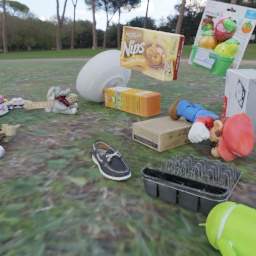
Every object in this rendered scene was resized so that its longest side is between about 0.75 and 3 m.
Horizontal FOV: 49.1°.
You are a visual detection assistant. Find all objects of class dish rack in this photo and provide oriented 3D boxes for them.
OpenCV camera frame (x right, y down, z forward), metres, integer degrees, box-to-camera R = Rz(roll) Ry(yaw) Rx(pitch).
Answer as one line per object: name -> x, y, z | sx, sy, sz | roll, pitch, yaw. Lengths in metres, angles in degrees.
dish rack -> 1.473, 0.993, 5.946 | 1.689, 0.601, 2.201 | 12, 21, 32

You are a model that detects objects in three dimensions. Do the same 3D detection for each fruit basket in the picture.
fruit basket -> 3.546, -3.466, 10.971 | 1.228, 2.620, 2.427 | -11, 35, -35

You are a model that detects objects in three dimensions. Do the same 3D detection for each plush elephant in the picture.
plush elephant -> -2.899, -1.263, 12.096 | 1.506, 1.166, 1.240 | 0, 18, 0

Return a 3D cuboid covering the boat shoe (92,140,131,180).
boat shoe -> -0.437, 0.743, 6.856 | 0.616, 0.503, 1.667 | -8, 19, -23

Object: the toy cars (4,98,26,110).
toy cars -> -5.710, -1.259, 13.145 | 2.404, 0.532, 1.078 | 6, 19, 17

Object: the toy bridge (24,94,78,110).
toy bridge -> -3.514, -1.221, 13.295 | 0.915, 0.370, 2.722 | 18, 25, 42

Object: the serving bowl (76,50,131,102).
serving bowl -> -0.972, -2.256, 13.416 | 2.914, 2.914, 0.958 | -15, 56, -39

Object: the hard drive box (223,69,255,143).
hard drive box -> 4.059, -0.861, 9.455 | 0.988, 2.005, 2.573 | 1, 17, 5

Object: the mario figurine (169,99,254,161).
mario figurine -> 2.238, 0.151, 7.925 | 1.727, 1.483, 2.798 | -23, 29, -15

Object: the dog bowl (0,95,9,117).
dog bowl -> -6.104, -0.913, 11.720 | 2.001, 0.738, 2.001 | 1, 17, 0

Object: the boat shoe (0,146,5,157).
boat shoe -> -3.973, 0.611, 7.485 | 1.232, 0.455, 0.525 | 15, 23, 15

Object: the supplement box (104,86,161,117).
supplement box -> 0.130, -1.213, 12.360 | 0.963, 0.931, 2.799 | -18, 24, -37

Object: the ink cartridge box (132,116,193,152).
ink cartridge box -> 1.123, 0.133, 8.636 | 1.572, 0.590, 1.295 | -12, 20, -33

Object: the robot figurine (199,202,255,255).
robot figurine -> 1.703, 1.528, 3.986 | 1.294, 0.749, 1.136 | 16, 24, 41

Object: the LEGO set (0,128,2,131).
LEGO set -> -5.141, -0.110, 9.612 | 1.664, 0.472, 1.081 | 2, 17, 7

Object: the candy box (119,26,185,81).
candy box -> 0.655, -2.403, 8.870 | 0.631, 1.317, 2.283 | -8, 27, -36

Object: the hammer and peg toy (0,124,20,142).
hammer and peg toy -> -3.969, 0.184, 8.244 | 1.641, 0.579, 1.207 | 2, 3, 4
